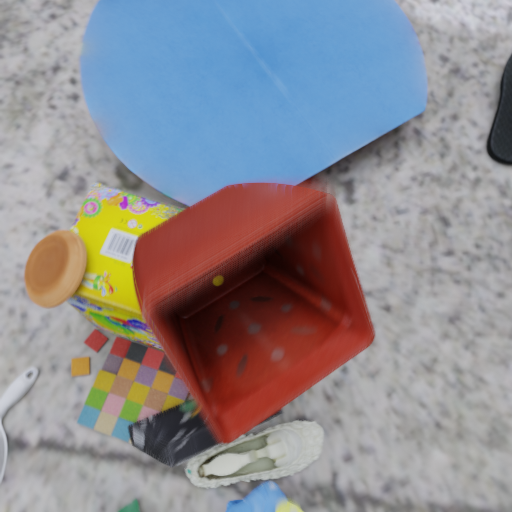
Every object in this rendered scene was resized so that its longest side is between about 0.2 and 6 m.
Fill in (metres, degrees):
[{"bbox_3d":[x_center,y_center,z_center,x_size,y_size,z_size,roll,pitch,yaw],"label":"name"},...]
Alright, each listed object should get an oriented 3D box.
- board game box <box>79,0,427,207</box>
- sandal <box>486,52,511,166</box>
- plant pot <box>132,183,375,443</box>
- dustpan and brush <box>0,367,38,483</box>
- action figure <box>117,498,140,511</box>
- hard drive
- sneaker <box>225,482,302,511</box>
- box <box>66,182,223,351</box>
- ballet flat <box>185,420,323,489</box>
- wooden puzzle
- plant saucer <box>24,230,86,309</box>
[{"bbox_3d":[-0.059,-3.193,10.050,5.915,1.152,4.674,-31,76,-16],"label":"board game box"},{"bbox_3d":[4.868,-2.882,10.362,0.992,0.632,2.640,23,83,8],"label":"sandal"},{"bbox_3d":[-0.198,0.319,5.725,1.899,1.901,1.675,-31,35,-12],"label":"plant pot"},{"bbox_3d":[-4.135,2.647,8.207,1.710,0.701,2.450,38,80,2],"label":"dustpan and brush"},{"bbox_3d":[-1.585,4.815,7.300,1.566,0.725,2.652,-32,76,-15],"label":"action figure"},{"bbox_3d":[-0.680,2.200,7.483,1.732,1.210,0.328,-16,96,-36],"label":"hard drive"},{"bbox_3d":[-0.064,3.765,6.807,0.877,1.216,2.315,20,108,-29],"label":"sneaker"},{"bbox_3d":[-1.199,0.453,8.033,2.481,2.390,1.514,17,70,7],"label":"box"},{"bbox_3d":[0.019,2.893,8.021,2.098,0.753,0.753,-15,70,-6],"label":"ballet flat"},{"bbox_3d":[-1.814,2.114,8.586,2.413,0.170,1.431,18,70,7],"label":"wooden puzzle"},{"bbox_3d":[-2.501,0.139,6.852,0.998,0.187,0.998,-11,67,28],"label":"plant saucer"}]
